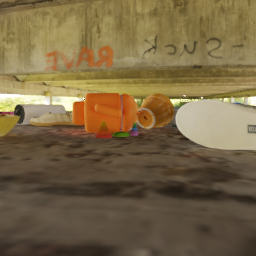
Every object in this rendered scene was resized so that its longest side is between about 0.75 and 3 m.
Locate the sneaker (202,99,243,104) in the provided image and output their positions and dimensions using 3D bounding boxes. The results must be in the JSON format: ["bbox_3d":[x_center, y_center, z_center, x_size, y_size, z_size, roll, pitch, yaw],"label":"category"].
[{"bbox_3d":[2.840,-0.274,9.209,1.143,1.029,2.935,-24,18,-17],"label":"sneaker"}]

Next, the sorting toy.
[{"bbox_3d":[-0.277,0.011,7.845,1.352,0.466,0.469,-4,6,-33],"label":"sorting toy"}]

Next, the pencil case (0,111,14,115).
[{"bbox_3d":[-5.610,-0.544,13.756,1.490,0.676,0.698,-1,6,10],"label":"pencil case"}]

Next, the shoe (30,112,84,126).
[{"bbox_3d":[-3.052,-0.424,12.089,2.407,0.643,0.842,1,5,7],"label":"shoe"}]

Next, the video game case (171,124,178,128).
[{"bbox_3d":[2.652,-0.078,10.982,1.546,0.147,1.104,-2,5,-32],"label":"video game case"}]

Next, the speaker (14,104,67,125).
[{"bbox_3d":[-4.185,-0.692,13.462,0.970,0.970,2.389,3,5,37],"label":"speaker"}]

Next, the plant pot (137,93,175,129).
[{"bbox_3d":[0.940,-0.541,10.689,1.318,1.318,1.206,3,21,32],"label":"plant pot"}]

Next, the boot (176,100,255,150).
[{"bbox_3d":[2.400,0.009,5.743,2.682,0.976,1.212,11,4,23],"label":"boot"}]

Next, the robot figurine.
[{"bbox_3d":[-0.642,-0.486,9.055,2.245,1.309,1.615,-1,-36,-5],"label":"robot figurine"}]

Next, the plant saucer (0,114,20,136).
[{"bbox_3d":[-4.630,-0.077,8.149,2.447,0.593,2.448,-2,5,-31],"label":"plant saucer"}]
